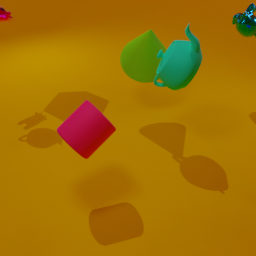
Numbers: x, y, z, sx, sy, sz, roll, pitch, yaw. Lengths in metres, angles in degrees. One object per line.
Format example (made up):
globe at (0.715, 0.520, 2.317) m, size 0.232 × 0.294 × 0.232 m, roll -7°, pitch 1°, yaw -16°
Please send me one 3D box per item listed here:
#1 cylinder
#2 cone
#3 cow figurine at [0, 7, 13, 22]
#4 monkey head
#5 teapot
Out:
cylinder at (-0.735, 0.029, 4.997) m, size 0.762 × 0.762 × 0.762 m, roll -45°, pitch 48°, yaw -4°
cone at (0.483, -1.992, 6.817) m, size 1.337 × 1.342 × 1.337 m, roll 1°, pitch 75°, yaw -2°
cow figurine at (-3.616, -3.413, 7.565) m, size 1.023 × 1.039 × 0.571 m, roll 11°, pitch -6°, yaw -44°
monkey head at (3.320, -2.934, 7.637) m, size 1.146 × 0.825 × 0.691 m, roll 24°, pitch 22°, yaw -38°
teapot at (1.037, -1.417, 5.916) m, size 0.850 × 1.736 × 1.080 m, roll 26°, pitch 53°, yaw -9°
